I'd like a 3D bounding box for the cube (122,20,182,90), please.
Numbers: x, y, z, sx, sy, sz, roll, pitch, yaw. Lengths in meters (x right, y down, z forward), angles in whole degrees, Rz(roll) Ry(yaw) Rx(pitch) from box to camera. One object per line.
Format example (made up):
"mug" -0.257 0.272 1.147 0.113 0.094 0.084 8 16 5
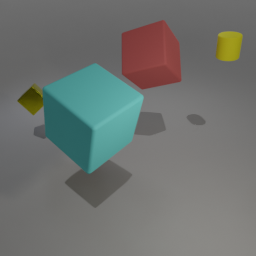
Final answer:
"cube" 0.734 -2.161 8.594 1.400 1.400 1.400 -8 -16 27

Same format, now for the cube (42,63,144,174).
"cube" -0.745 -0.225 5.798 1.400 1.400 1.400 37 50 21

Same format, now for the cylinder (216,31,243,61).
"cylinder" 3.057 -2.483 8.500 0.700 0.700 0.700 -3 34 2

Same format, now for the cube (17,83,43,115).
"cube" -3.154 -0.973 9.398 0.700 0.700 0.700 -42 21 5
